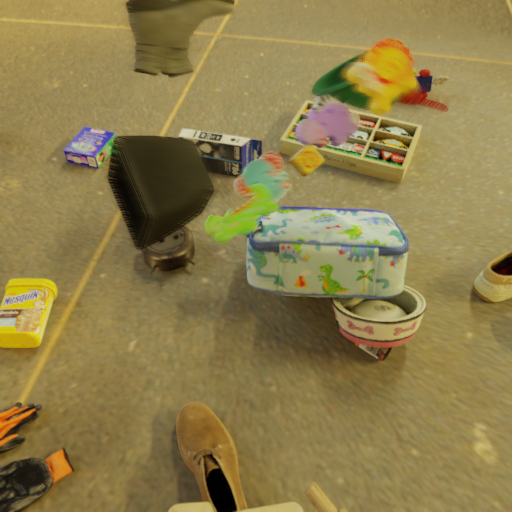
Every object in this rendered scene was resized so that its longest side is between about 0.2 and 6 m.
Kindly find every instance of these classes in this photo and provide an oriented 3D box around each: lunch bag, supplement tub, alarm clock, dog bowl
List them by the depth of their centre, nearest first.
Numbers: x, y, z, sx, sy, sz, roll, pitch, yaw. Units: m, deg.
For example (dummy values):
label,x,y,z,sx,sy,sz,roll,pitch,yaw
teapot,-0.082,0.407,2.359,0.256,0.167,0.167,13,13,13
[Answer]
label,x,y,z,sx,sy,sz,roll,pitch,yaw
dog bowl,2.206,1.058,10.195,1.677,0.618,1.677,-1,22,1
supplement tub,2.073,1.552,10.219,0.778,0.416,0.416,32,55,26
lunch bag,1.292,-0.177,10.842,2.985,1.231,2.400,3,21,4
alarm clock,-1.918,-0.357,11.913,1.124,0.555,1.666,-12,46,-11

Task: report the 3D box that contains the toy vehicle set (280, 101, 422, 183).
label,x,y,z,sx,sy,sz,roll,pitch,yaw
toy vehicle set,2.429,-2.986,14.364,3.184,0.422,1.978,17,50,15

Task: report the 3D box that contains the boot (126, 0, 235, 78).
label,x,y,z,sx,sy,sz,roll,pitch,yaw
boot,-1.515,-4.570,11.700,2.381,1.555,0.806,-15,20,-23

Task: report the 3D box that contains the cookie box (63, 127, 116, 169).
label,x,y,z,sx,sy,sz,roll,pitch,yaw
cookie box,-4.160,-2.746,14.153,0.914,0.401,1.068,13,49,12

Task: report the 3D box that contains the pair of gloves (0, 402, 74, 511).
label,x,y,z,sx,sy,sz,roll,pitch,yaw
pair of gloves,-3.902,3.205,8.850,1.554,0.216,1.745,-29,57,-26

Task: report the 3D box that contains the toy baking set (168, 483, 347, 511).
label,x,y,z,sx,sy,sz,roll,pitch,yaw
toy baking set,0.508,4.252,7.088,2.657,0.403,3.462,-22,64,-36

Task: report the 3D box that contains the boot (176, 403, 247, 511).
label,x,y,z,sx,sy,sz,roll,pitch,yaw
boot,-0.665,3.098,8.514,0.841,0.862,2.285,-18,49,-13

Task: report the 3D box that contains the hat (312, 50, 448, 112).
label,x,y,z,sx,sy,sz,roll,pitch,yaw
hat,2.246,-2.718,10.186,1.955,1.721,1.620,-17,29,29

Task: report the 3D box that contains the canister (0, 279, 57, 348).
label,x,y,z,sx,sy,sz,roll,pitch,yaw
canister,-4.377,1.081,10.570,0.939,0.547,1.264,0,49,0

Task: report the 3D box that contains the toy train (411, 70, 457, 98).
label,x,y,z,sx,sy,sz,roll,pitch,yaw
toy train,4.688,-5.064,16.129,1.820,0.770,1.053,-7,35,-7

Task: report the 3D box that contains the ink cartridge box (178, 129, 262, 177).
label,x,y,z,sx,sy,sz,roll,pitch,yaw
ink cartridge box,-0.847,-2.443,13.485,1.985,0.987,0.389,9,48,10

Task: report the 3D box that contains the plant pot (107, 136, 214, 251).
label,x,y,z,sx,sy,sz,roll,pitch,yaw
plant pot,-1.462,-1.070,8.767,1.223,1.379,1.375,-19,77,-25

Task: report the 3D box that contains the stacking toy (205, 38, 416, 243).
label,x,y,z,sx,sy,sz,roll,pitch,yaw
stacking toy,0.602,-1.735,9.494,3.980,3.001,0.935,-42,96,-4

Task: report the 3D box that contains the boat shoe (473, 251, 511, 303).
label,x,y,z,sx,sy,sz,roll,pitch,yaw
boat shoe,5.441,0.201,11.205,2.321,0.770,0.859,-23,52,-20
